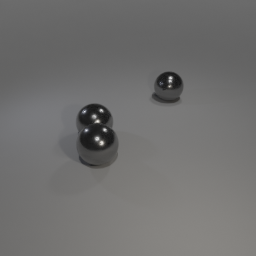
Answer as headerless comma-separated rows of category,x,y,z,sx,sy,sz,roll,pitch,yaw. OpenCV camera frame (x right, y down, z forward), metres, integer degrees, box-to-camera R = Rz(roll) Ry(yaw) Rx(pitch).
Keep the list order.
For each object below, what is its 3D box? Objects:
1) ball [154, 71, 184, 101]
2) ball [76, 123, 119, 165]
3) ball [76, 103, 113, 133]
ball,1.938,-1.983,13.328,1.400,1.400,1.400,0,32,0
ball,-1.006,0.526,9.275,1.400,1.400,1.400,0,32,0
ball,-1.250,-0.227,10.516,1.400,1.400,1.400,0,32,0
